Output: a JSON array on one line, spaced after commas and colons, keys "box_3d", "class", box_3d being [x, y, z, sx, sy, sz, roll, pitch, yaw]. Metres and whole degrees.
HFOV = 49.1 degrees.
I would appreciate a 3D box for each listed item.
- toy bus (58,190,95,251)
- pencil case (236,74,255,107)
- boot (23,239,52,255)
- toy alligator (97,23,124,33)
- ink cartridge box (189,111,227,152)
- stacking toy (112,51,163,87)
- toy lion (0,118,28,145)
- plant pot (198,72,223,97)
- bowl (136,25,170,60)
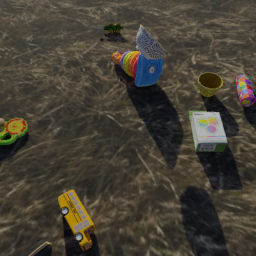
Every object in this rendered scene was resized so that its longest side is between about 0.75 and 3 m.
[{"box_3d": [-1.392, 2.518, 7.684, 0.612, 0.509, 1.563, -27, 56, -21], "class": "toy bus"}, {"box_3d": [4.531, -1.458, 10.751, 0.601, 0.601, 1.359, 6, 53, 5], "class": "pencil case"}, {"box_3d": [-2.170, 4.041, 6.349, 1.697, 0.950, 2.453, 31, 71, 17], "class": "boot"}, {"box_3d": [-0.832, -4.815, 13.519, 1.305, 0.314, 0.433, 3, 84, 2], "class": "toy alligator"}, {"box_3d": [2.710, -0.063, 9.672, 0.939, 0.536, 1.808, 0, 52, 0], "class": "ink cartridge box"}, {"box_3d": [0.158, -2.653, 11.441, 1.286, 1.360, 2.343, -17, 34, -40], "class": "stacking toy"}, {"box_3d": [-4.052, 0.106, 9.704, 1.059, 0.379, 1.105, 5, 52, -6], "class": "toy lion"}, {"box_3d": [3.105, -1.589, 10.789, 0.919, 0.652, 0.919, 0, 53, 0], "class": "plant pot"}, {"box_3d": [0.701, -2.757, 9.470, 0.645, 1.375, 1.375, -43, 55, 15], "class": "bowl"}]
